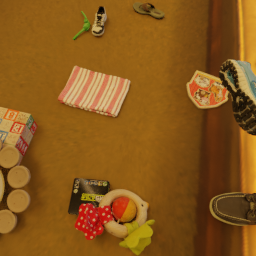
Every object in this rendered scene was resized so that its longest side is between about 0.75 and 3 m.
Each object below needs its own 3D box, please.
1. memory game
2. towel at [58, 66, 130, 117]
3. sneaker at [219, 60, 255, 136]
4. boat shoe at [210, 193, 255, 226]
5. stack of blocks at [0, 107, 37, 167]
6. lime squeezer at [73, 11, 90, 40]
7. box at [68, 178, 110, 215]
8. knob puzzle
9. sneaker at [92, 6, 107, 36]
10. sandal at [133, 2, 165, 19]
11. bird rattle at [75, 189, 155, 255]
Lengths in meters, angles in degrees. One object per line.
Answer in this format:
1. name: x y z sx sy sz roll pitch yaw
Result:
1. memory game: -4.003 1.611 7.405 2.971 0.189 2.971 -1 79 4
2. towel: -1.113 -1.261 9.438 2.097 0.314 1.534 15 63 8
3. sneaker: 2.201 -0.578 4.941 0.655 0.571 1.457 -14 81 -21
4. boat shoe: 3.469 2.073 7.274 2.534 0.833 0.905 6 61 3
5. stack of blocks: -4.280 0.105 8.417 2.558 0.749 1.473 13 62 7
6. lime squeezer: -1.741 -4.094 11.094 0.561 0.300 1.588 -11 57 30
7. box: -1.058 1.909 7.710 1.017 0.242 0.982 5 58 3
8. knob puzzle: 2.686 -1.259 9.484 1.627 0.226 1.627 0 61 0
9. sneaker: -1.145 -4.184 10.917 0.499 0.578 1.319 5 63 1
10. sandal: 0.865 -4.873 11.400 1.375 0.392 0.546 22 63 12
11. bird rattle: -0.263 2.310 7.199 1.982 1.116 1.616 19 41 10
